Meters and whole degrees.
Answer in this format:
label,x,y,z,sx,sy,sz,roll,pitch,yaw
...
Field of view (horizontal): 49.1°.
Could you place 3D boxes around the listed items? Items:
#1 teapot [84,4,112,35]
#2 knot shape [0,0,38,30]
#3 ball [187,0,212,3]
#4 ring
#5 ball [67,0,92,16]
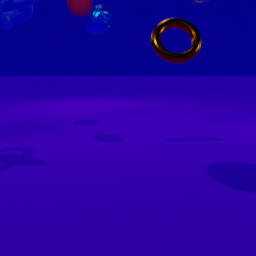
label,x,y,z,sx,sy,sz,roll,pitch,yaw
teapot,-0.873,-3.162,8.359,0.688,0.873,1.404,26,-14,-27
knot shape,-2.587,-2.994,6.561,1.442,0.712,1.541,-43,18,3
ball,1.558,-3.319,5.860,1.295,1.295,1.295,0,12,0
ring,1.373,-2.485,7.920,1.450,1.450,0.290,0,-18,-1
ball,-1.858,-4.831,10.801,0.967,0.967,0.967,0,12,0
